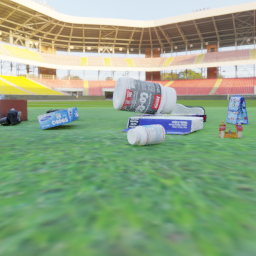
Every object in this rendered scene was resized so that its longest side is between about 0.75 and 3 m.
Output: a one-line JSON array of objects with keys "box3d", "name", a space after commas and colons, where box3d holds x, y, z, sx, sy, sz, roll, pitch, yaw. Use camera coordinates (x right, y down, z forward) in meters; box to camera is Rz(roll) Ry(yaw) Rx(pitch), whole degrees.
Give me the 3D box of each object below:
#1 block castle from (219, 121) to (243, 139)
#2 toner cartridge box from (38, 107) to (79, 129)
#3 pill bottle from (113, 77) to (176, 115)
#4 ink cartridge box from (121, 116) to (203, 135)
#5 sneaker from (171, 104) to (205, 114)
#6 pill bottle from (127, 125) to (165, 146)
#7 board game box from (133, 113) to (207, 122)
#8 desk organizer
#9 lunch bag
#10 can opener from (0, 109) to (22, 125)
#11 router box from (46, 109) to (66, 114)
[{"box3d": [2.700, 0.025, 7.375, 0.583, 0.409, 0.872, 1, 6, 19], "name": "block castle"}, {"box3d": [-2.433, -0.392, 10.102, 1.028, 0.467, 2.165, -14, 7, -2], "name": "toner cartridge box"}, {"box3d": [0.619, -1.130, 10.365, 2.135, 1.216, 1.216, 6, 3, -18], "name": "pill bottle"}, {"box3d": [1.149, -0.135, 8.967, 2.119, 0.431, 2.123, 3, 6, 25], "name": "ink cartridge box"}, {"box3d": [3.514, -0.968, 16.514, 2.213, 0.782, 1.097, 10, 8, 31], "name": "sneaker"}, {"box3d": [0.385, 0.154, 5.944, 0.768, 0.418, 0.418, -4, 7, -34], "name": "pill bottle"}, {"box3d": [1.881, -0.416, 12.268, 2.948, 0.476, 1.769, -5, 11, -42], "name": "board game box"}, {"box3d": [-5.435, -0.763, 12.461, 0.957, 1.028, 2.669, 0, 5, 4], "name": "desk organizer"}, {"box3d": [4.569, -0.785, 11.675, 0.573, 1.219, 0.918, 0, 5, -4], "name": "lunch bag"}, {"box3d": [-4.661, -0.472, 11.479, 0.795, 0.641, 2.022, -2, 6, -10], "name": "can opener"}, {"box3d": [-3.284, -0.652, 13.952, 1.277, 0.530, 1.705, -1, 6, -6], "name": "router box"}]
